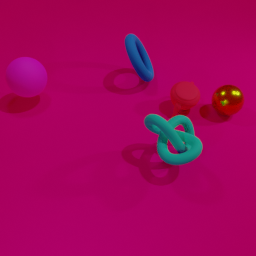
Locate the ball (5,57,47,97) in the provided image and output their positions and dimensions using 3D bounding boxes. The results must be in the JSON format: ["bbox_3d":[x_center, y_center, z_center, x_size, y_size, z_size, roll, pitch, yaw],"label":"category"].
[{"bbox_3d":[-2.846,-1.421,7.875,1.113,1.113,1.113,0,43,0],"label":"ball"}]

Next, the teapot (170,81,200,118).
[{"bbox_3d":[1.568,-0.840,7.935,0.847,0.667,1.362,28,63,11],"label":"teapot"}]

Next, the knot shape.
[{"bbox_3d":[1.121,0.192,6.388,1.375,0.679,1.469,-7,48,-48],"label":"knot shape"}]

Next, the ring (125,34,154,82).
[{"bbox_3d":[0.367,-2.174,8.708,0.314,1.572,1.572,-23,39,20],"label":"ring"}]

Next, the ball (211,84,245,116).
[{"bbox_3d":[2.753,-0.770,7.735,0.862,0.862,0.862,0,43,0],"label":"ball"}]
